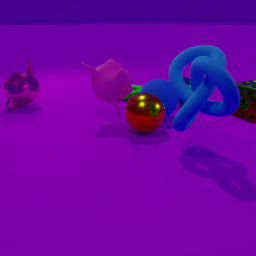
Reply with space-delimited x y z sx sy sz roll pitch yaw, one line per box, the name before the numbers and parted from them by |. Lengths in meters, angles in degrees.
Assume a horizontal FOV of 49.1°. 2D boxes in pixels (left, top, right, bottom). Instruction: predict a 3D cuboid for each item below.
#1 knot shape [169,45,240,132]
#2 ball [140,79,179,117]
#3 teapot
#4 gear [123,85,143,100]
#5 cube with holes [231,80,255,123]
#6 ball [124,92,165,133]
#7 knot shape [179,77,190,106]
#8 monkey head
knot shape | 1.510 -0.977 6.002 0.916 1.982 1.855 7 63 -18
ball | 0.917 -0.874 8.384 1.180 1.180 1.180 0 22 0
teapot | -3.596 -1.420 9.417 1.178 1.895 0.928 16 -19 15
gear | 0.027 -1.385 10.722 1.439 0.266 1.439 1 20 0
cube with holes | 3.848 -0.842 8.555 0.990 0.990 0.990 -12 25 -28
ball | 0.445 -0.403 7.402 1.077 1.077 1.077 0 22 0
knot shape | 2.015 -1.280 9.684 1.411 0.652 1.320 12 38 27
monkey head | -0.445 -1.191 7.543 1.089 1.808 1.301 -34 15 -1
